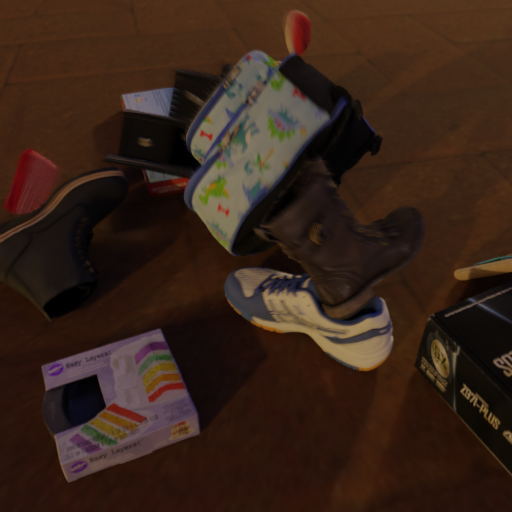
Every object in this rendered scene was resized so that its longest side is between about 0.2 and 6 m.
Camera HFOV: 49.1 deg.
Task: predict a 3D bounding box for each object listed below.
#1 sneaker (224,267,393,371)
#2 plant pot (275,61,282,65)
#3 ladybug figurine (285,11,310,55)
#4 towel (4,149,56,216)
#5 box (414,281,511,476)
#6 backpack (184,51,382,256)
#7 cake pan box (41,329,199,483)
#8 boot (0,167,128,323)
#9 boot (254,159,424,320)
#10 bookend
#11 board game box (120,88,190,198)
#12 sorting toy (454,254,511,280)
[{"bbox_3d":[0.783,0.617,8.801,2.962,1.306,1.115,20,51,25],"label":"sneaker"},{"bbox_3d":[0.421,-3.555,13.334,1.759,1.878,1.759,0,41,0],"label":"plant pot"},{"bbox_3d":[0.666,-3.482,8.762,0.291,0.549,0.809,-3,65,25],"label":"ladybug figurine"},{"bbox_3d":[-4.207,-1.307,10.535,0.184,1.182,1.635,18,-3,-4],"label":"towel"},{"bbox_3d":[4.064,1.503,7.885,2.721,1.172,2.229,-17,44,-20],"label":"box"},{"bbox_3d":[0.198,-1.616,9.364,2.226,3.029,2.772,43,13,17],"label":"backpack"},{"bbox_3d":[-1.961,2.007,7.840,1.902,0.498,1.752,-15,40,-17],"label":"cake pan box"},{"bbox_3d":[-3.094,-0.208,10.116,2.116,1.185,3.059,34,62,28],"label":"boot"},{"bbox_3d":[1.250,-0.474,7.710,2.369,2.063,0.820,-47,30,-22],"label":"boot"},{"bbox_3d":[-1.629,-2.734,11.173,2.242,2.256,1.039,13,7,10],"label":"bookend"},{"bbox_3d":[-1.847,-3.025,13.793,2.373,0.448,4.610,-13,42,-12],"label":"board game box"},{"bbox_3d":[4.574,0.044,9.414,1.890,1.749,0.345,-9,84,-14],"label":"sorting toy"}]
